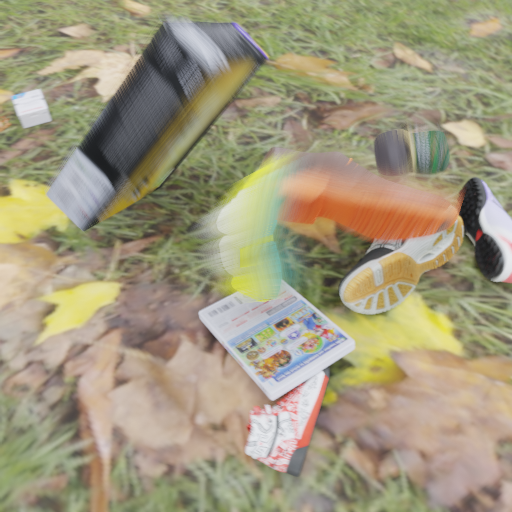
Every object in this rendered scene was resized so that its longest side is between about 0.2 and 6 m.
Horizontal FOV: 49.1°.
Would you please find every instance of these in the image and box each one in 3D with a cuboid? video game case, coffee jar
[{"bbox_3d":[0.267,1.189,9.016,1.579,0.199,2.205,-27,40,-21],"label":"video game case"},{"bbox_3d":[2.544,-1.691,9.191,1.426,0.743,0.608,-10,1,-40],"label":"coffee jar"}]

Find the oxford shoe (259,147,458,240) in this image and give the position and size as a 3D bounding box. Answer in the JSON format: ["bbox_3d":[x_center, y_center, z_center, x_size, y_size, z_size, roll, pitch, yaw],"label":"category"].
[{"bbox_3d":[1.642,-1.102,8.951,3.250,1.159,1.185,11,58,-7],"label":"oxford shoe"}]

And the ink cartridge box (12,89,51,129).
[{"bbox_3d":[-5.344,-3.509,13.327,0.673,0.395,0.919,-20,53,-16],"label":"ink cartridge box"}]

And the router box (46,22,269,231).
[{"bbox_3d":[-1.634,-2.288,9.657,0.945,3.617,2.844,45,30,-2],"label":"router box"}]

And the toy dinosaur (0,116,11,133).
[{"bbox_3d":[-7.180,-2.343,11.841,3.613,1.846,2.452,-6,61,-30],"label":"toy dinosaur"}]

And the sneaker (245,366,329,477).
[{"bbox_3d":[0.442,2.228,8.178,0.936,0.583,1.746,17,54,11],"label":"sneaker"}]

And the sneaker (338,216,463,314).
[{"bbox_3d":[2.382,0.024,10.010,2.812,1.063,1.232,-29,38,-25],"label":"sneaker"}]

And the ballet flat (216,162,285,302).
[{"bbox_3d":[-0.106,-0.266,7.971,0.897,2.675,0.894,14,53,13],"label":"ballet flat"}]

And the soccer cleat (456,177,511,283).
[{"bbox_3d":[4.477,-0.488,10.521,0.896,0.835,2.448,10,47,-14],"label":"soccer cleat"}]
